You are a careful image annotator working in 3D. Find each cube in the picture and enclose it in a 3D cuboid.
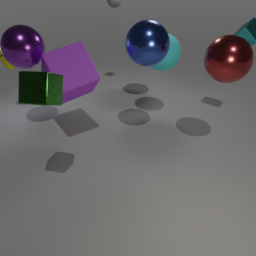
[{"bbox_3d":[4.399,-3.405,10.179,0.700,0.700,0.700,-47,8,-21],"label":"cube"},{"bbox_3d":[-1.962,-1.801,9.403,1.400,1.400,1.400,-26,-2,-20],"label":"cube"},{"bbox_3d":[-1.921,-0.869,6.217,0.700,0.700,0.700,5,6,14],"label":"cube"}]

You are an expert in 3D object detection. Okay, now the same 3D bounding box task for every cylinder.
[{"bbox_3d":[-4.734,-2.836,11.118,0.700,0.700,0.700,-5,58,8],"label":"cylinder"}]

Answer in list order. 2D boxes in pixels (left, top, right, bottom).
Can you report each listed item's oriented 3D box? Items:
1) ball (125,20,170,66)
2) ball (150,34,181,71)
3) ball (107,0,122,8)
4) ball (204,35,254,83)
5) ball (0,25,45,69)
[{"bbox_3d":[0.608,-2.646,8.781,1.400,1.400,1.400,0,30,0],"label":"ball"},{"bbox_3d":[1.299,-2.883,10.649,1.400,1.400,1.400,0,30,0],"label":"ball"},{"bbox_3d":[-0.625,-5.895,12.873,0.700,0.700,0.700,0,30,0],"label":"ball"},{"bbox_3d":[2.978,-2.042,8.331,1.400,1.400,1.400,0,30,0],"label":"ball"},{"bbox_3d":[-3.473,-2.674,9.265,1.400,1.400,1.400,0,30,0],"label":"ball"}]
